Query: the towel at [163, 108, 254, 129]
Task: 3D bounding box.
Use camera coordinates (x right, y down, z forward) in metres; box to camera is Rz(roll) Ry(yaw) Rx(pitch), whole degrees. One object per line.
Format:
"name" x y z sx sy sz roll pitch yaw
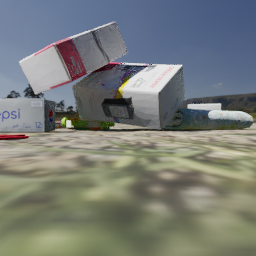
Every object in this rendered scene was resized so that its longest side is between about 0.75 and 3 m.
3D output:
"towel" 2.440 -0.314 9.910 2.480 0.698 2.897 -1 2 -15

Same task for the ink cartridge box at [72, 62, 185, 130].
"ink cartridge box" 0.075 -1.117 8.686 2.862 1.225 2.112 7 35 28

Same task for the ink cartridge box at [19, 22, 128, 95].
"ink cartridge box" -1.520 -2.094 8.300 1.893 1.070 2.584 -8 22 43

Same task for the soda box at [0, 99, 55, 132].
"soda box" -3.216 -0.316 7.092 2.588 0.821 0.883 0 1 3

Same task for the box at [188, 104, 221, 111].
"box" 4.776 -0.803 17.565 1.981 1.295 1.971 0 1 14

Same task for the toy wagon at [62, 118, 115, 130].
"toy wagon" -1.398 -0.149 9.333 1.564 0.399 2.016 0 2 16

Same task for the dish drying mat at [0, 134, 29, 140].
"dish drying mat" -1.903 0.134 4.134 0.319 0.076 0.830 0 1 32

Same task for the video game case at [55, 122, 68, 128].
"video game case" -3.591 -0.105 10.313 2.038 0.249 2.851 0 2 16
